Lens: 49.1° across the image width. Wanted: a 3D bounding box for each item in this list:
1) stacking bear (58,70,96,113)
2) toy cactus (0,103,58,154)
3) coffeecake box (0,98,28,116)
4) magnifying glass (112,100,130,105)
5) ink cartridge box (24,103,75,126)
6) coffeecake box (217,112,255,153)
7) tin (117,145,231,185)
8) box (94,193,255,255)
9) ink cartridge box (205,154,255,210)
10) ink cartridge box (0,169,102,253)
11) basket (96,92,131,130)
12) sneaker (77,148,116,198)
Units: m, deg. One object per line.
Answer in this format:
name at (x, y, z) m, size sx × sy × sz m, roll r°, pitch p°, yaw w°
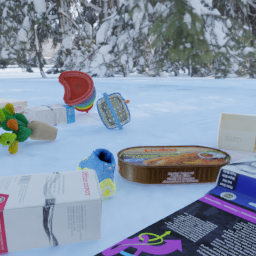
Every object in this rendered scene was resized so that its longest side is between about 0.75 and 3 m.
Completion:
stacking bear at (-2.109, -1.426, 12.621) m, size 1.411 × 1.507 × 2.482 m, roll -16°, pitch -14°, yaw -6°
toy cactus at (-3.256, 0.075, 8.340) m, size 2.208 × 1.369 × 2.676 m, roll 15°, pitch 3°, yaw -27°
coffeecake box at (-5.722, -0.745, 11.953) m, size 2.302 × 0.841 × 1.767 m, roll 8°, pitch 15°, yaw 33°
magnifying glass at (-0.689, -1.487, 16.589) m, size 0.832 × 0.234 × 2.091 m, roll 12°, pitch 17°, yaw 43°
ink cartridge box at (-3.331, -0.506, 11.272) m, size 2.084 × 0.695 × 1.207 m, roll -11°, pitch 17°, yaw -41°
coffeecake box at (3.338, 0.095, 7.350) m, size 1.848 × 0.879 × 2.407 m, roll 7°, pitch 5°, yaw 18°
tin at (1.000, 0.776, 6.224) m, size 2.497 × 0.523 × 1.398 m, roll 0°, pitch 17°, yaw -4°
box at (0.995, 1.515, 3.146) m, size 2.377 × 0.429 × 1.699 m, roll -10°, pitch 16°, yaw -40°
ink cartridge box at (2.805, 1.061, 5.110) m, size 2.048 × 0.416 × 2.044 m, roll -12°, pitch 18°, yaw -43°
ink cartridge box at (-1.221, 1.155, 4.135) m, size 1.593 × 0.664 × 1.157 m, roll -3°, pitch 13°, yaw -12°
basket at (-0.519, -0.589, 10.223) m, size 1.107 × 1.404 × 1.592 m, roll -23°, pitch 2°, yaw -3°
sneaker at (-0.576, 0.712, 5.582) m, size 0.593 × 0.823 × 1.566 m, roll 7°, pitch 13°, yaw -29°
